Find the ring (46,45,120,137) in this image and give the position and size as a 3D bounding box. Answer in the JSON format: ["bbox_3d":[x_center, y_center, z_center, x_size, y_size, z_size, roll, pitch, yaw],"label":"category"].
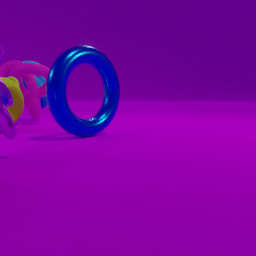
[{"bbox_3d":[-0.832,-0.723,5.654,0.365,1.824,1.824,6,9,40],"label":"ring"}]

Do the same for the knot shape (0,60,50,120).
[{"bbox_3d":[-2.990,-1.292,8.372,1.833,1.959,0.905,-32,13,32],"label":"knot shape"}]

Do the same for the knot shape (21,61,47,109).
[{"bbox_3d":[-3.425,-1.376,9.917,1.695,1.811,0.837,33,6,26],"label":"knot shape"}]

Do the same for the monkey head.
[{"bbox_3d":[-2.039,-0.545,3.621,1.614,1.161,0.973,27,32,-11],"label":"monkey head"}]

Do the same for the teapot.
[{"bbox_3d":[-3.058,-0.530,6.397,0.929,1.180,1.897,8,51,15],"label":"teapot"}]
